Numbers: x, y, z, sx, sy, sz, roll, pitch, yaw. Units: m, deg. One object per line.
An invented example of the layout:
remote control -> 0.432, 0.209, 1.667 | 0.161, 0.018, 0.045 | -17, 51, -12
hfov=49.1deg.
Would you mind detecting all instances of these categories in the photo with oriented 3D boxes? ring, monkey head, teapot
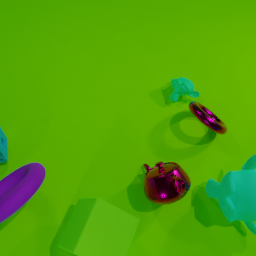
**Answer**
ring -> 2.243, -0.298, 7.872 | 1.303, 1.303, 0.261 | 45, 111, 18
monkey head -> 1.611, -1.156, 8.545 | 1.068, 0.643, 0.768 | 35, 109, 28
ring -> -2.707, 1.488, 6.327 | 1.934, 1.934, 0.387 | -39, 109, -16
monkey head -> 2.709, 1.610, 6.933 | 1.180, 1.409, 1.959 | 1, 91, -16
teapot -> 0.886, 1.274, 6.985 | 1.187, 1.909, 0.935 | -24, 100, -20

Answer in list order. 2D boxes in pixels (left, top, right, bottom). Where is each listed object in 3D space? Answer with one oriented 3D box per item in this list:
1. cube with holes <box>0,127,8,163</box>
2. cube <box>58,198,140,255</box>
cube with holes -> -3.750, 0.468, 7.503 | 0.772, 0.772, 0.772 | -11, 56, -9
cube -> -0.667, 2.359, 6.308 | 1.176, 1.176, 1.176 | 33, 63, -19
